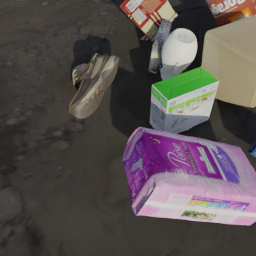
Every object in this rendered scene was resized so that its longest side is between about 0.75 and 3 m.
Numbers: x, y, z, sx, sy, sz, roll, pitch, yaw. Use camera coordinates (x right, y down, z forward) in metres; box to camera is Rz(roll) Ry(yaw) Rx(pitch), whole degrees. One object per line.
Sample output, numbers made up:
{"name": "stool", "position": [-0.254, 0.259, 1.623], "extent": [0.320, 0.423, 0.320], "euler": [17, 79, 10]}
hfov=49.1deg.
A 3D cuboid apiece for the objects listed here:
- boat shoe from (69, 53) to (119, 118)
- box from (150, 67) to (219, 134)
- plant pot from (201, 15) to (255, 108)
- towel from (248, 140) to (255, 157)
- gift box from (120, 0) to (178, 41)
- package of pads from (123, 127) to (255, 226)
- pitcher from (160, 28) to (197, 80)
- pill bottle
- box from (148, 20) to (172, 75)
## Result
{"name": "boat shoe", "position": [-1.154, -1.323, 8.267], "extent": [1.005, 1.021, 2.742], "euler": [21, 44, 4]}
{"name": "box", "position": [1.557, -0.691, 7.944], "extent": [1.696, 1.496, 0.820], "euler": [-23, 51, -18]}
{"name": "plant pot", "position": [3.597, -1.812, 8.300], "extent": [2.089, 2.091, 1.851], "euler": [-23, 46, -18]}
{"name": "towel", "position": [3.787, 0.557, 7.284], "extent": [1.265, 0.706, 0.307], "euler": [15, 24, -22]}
{"name": "gift box", "position": [0.706, -4.311, 10.552], "extent": [1.665, 1.555, 1.537], "euler": [-39, 74, 19]}
{"name": "package of pads", "position": [1.478, 1.064, 6.212], "extent": [2.992, 1.132, 1.803], "euler": [12, 36, -20]}
{"name": "pitcher", "position": [1.497, -2.029, 8.671], "extent": [1.031, 1.701, 1.459], "euler": [8, 55, -5]}
{"name": "pill bottle", "position": [3.847, -4.365, 9.990], "extent": [1.615, 2.878, 1.615], "euler": [-33, 18, 12]}
{"name": "box", "position": [1.133, -2.834, 9.839], "extent": [0.375, 1.228, 1.550], "euler": [15, 53, 6]}
